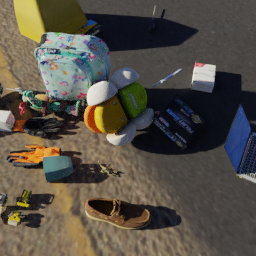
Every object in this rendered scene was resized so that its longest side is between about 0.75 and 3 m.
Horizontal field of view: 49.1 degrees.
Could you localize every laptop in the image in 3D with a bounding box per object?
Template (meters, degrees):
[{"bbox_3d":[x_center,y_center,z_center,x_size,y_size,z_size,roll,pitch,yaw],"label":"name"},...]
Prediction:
[{"bbox_3d":[4.204,0.621,9.005,2.096,1.215,1.963,23,58,16],"label":"laptop"}]

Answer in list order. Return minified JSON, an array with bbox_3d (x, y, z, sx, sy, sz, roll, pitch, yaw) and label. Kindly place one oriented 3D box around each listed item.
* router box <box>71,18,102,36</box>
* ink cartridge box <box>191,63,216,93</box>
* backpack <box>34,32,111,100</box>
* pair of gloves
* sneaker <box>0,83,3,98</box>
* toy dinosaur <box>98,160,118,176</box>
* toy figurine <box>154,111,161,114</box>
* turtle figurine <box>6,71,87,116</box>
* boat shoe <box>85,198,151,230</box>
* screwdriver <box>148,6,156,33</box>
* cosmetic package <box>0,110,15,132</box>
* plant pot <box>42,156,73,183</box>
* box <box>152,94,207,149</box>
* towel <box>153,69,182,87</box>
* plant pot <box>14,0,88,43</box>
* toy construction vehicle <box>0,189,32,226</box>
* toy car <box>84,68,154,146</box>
[{"bbox_3d":[-2.056,-4.639,13.350,1.020,0.349,1.368,34,61,22],"label":"router box"},{"bbox_3d":[3.069,-2.049,11.386,0.843,0.484,1.161,11,55,8],"label":"ink cartridge box"},{"bbox_3d":[-1.782,-2.044,9.494,2.392,2.124,1.801,-1,51,-1],"label":"backpack"},{"bbox_3d":[-3.191,0.436,9.740,1.851,0.257,2.077,-3,51,-1],"label":"pair of gloves"},{"bbox_3d":[-5.930,-0.952,10.298,1.111,1.081,2.790,28,58,29],"label":"sneaker"},{"bbox_3d":[-0.727,1.368,9.127,0.750,0.218,0.379,26,42,9],"label":"toy dinosaur"},{"bbox_3d":[1.342,-0.344,10.311,0.973,0.513,0.583,-8,86,-18],"label":"toy figurine"},{"bbox_3d":[-2.881,-1.093,10.170,2.581,1.299,1.932,14,34,0],"label":"turtle figurine"},{"bbox_3d":[-0.302,2.415,8.036,1.957,0.661,0.704,9,54,6],"label":"boat shoe"},{"bbox_3d":[1.295,-5.483,14.020,0.312,0.299,2.146,29,52,-17],"label":"screwdriver"},{"bbox_3d":[-4.737,-0.285,10.013,1.205,0.648,0.511,6,54,6],"label":"cosmetic package"},{"bbox_3d":[-2.217,1.263,8.944,0.872,0.617,0.616,-8,54,-14],"label":"plant pot"},{"bbox_3d":[1.839,-0.248,9.882,1.471,0.365,1.460,43,61,3],"label":"box"},{"bbox_3d":[1.367,-1.755,9.830,0.974,0.715,0.116,-34,96,-20],"label":"towel"},{"bbox_3d":[-3.670,-5.453,12.618,2.421,2.136,2.421,31,62,28],"label":"plant pot"},{"bbox_3d":[-3.435,2.352,8.324,0.932,0.377,1.071,10,57,-6],"label":"toy construction vehicle"},{"bbox_3d":[-0.453,-0.711,9.699,1.859,2.169,2.479,-2,30,49],"label":"toy car"}]
